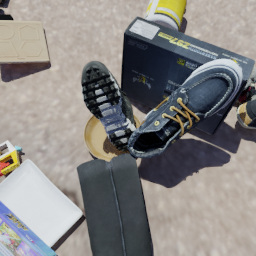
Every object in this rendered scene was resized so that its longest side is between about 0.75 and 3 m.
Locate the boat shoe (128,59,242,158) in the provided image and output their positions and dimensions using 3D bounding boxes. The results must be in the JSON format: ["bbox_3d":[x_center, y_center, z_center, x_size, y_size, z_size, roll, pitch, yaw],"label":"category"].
[{"bbox_3d":[1.073,-0.233,5.608,0.932,2.633,1.195,45,43,-5],"label":"boat shoe"}]

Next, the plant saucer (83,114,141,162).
[{"bbox_3d":[-0.356,0.177,7.009,1.484,0.263,1.484,0,65,0],"label":"plant saucer"}]

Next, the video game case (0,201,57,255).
[{"bbox_3d":[-2.825,2.598,5.466,2.187,0.497,1.982,36,87,16],"label":"video game case"}]

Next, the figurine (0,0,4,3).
[{"bbox_3d":[-4.574,-4.854,9.253,1.484,0.639,1.448,9,57,5],"label":"figurine"}]

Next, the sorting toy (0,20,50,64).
[{"bbox_3d":[-3.165,-2.456,8.056,1.552,0.306,1.677,-7,63,-23],"label":"sorting toy"}]

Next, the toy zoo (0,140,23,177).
[{"bbox_3d":[-3.123,0.817,6.647,1.302,0.133,0.854,-31,52,-12],"label":"toy zoo"}]

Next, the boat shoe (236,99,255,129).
[{"bbox_3d":[3.906,-0.387,6.885,2.435,0.758,0.908,0,67,-14],"label":"boat shoe"}]

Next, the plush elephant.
[{"bbox_3d":[2.966,-1.102,7.161,1.142,1.074,1.387,31,69,13],"label":"plush elephant"}]

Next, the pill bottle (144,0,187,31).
[{"bbox_3d":[1.140,-3.525,8.293,1.081,1.081,1.930,15,67,7],"label":"pill bottle"}]

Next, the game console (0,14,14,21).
[{"bbox_3d":[-4.650,-2.726,8.358,2.466,0.297,1.455,-4,65,-2],"label":"game console"}]

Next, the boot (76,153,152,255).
[{"bbox_3d":[-0.731,2.108,5.676,2.459,0.979,2.984,-4,69,-13],"label":"boot"}]

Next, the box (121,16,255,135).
[{"bbox_3d":[1.168,-1.117,6.564,2.717,2.142,0.693,26,62,11],"label":"box"}]

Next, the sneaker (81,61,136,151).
[{"bbox_3d":[-0.402,-0.584,6.345,0.789,2.375,1.074,-17,40,11],"label":"sneaker"}]

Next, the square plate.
[{"bbox_3d":[-2.296,1.955,6.174,1.900,0.270,1.882,39,71,17],"label":"square plate"}]
